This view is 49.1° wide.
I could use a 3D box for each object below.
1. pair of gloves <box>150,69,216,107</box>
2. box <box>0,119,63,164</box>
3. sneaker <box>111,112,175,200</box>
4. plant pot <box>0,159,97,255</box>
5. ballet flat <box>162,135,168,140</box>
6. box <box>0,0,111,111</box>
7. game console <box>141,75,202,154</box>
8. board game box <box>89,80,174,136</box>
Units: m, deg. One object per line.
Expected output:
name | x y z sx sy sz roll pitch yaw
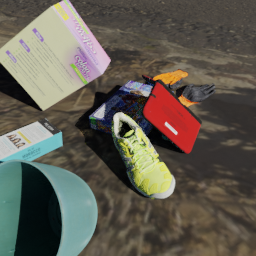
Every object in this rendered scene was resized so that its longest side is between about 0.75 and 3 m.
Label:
pair of gloves | 1.999 -1.554 10.370 1.977 0.274 2.219 -28 47 -31
box | -2.851 0.498 7.410 2.084 0.512 0.858 -28 48 -36
sneaker | 0.196 0.634 6.754 0.955 0.967 2.532 -34 52 -6
plant pot | -1.468 1.566 5.010 1.955 1.955 1.569 22 2 26
ballet flat | 1.365 0.183 8.136 0.874 0.297 0.299 -7 8 -10
box | -2.273 -2.186 8.679 2.544 2.237 1.230 -26 25 26
game console | 1.033 -0.420 7.931 1.159 1.953 1.683 -10 47 53
board game box | 0.191 -0.633 9.038 1.750 0.446 2.585 19 42 22
